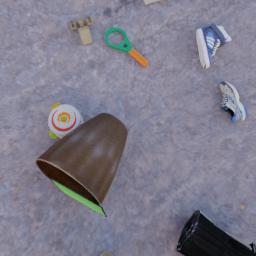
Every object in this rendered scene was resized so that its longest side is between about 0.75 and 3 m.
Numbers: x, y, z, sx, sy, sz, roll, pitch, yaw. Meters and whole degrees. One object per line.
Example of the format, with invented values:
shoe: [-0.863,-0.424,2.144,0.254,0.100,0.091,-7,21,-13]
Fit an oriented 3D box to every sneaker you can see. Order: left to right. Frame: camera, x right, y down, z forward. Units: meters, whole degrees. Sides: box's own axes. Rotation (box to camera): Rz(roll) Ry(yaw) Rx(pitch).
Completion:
sneaker: [3.758,-3.514,11.919,1.422,0.783,1.942,-7,70,3]
sneaker: [4.109,-1.057,11.348,0.771,0.698,1.811,-24,76,-2]

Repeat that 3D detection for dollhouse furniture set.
dollhouse furniture set: [-1.970,-4.317,12.329,0.987,0.748,1.127,-18,54,-5]

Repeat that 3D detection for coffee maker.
coffee maker: [2.925,4.016,9.200,2.316,2.225,1.560,30,91,9]

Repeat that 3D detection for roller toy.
roller toy: [-2.422,-0.245,10.961,1.277,0.978,1.400,6,75,2]

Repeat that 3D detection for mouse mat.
mouse mat: [-1.515,2.262,8.938,1.830,2.275,0.086,27,69,11]

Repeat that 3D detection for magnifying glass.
magnifying glass: [-0.047,-3.505,12.227,2.384,0.267,0.949,43,79,12]

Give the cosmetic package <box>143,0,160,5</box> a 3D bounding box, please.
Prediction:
cosmetic package: [1.736,-6.487,12.807,2.345,0.594,0.968,-18,76,-5]

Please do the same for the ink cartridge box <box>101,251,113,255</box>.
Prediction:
ink cartridge box: [-1.040,5.240,8.601,1.034,2.752,2.267,33,76,8]

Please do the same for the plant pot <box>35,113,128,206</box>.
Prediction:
plant pot: [-1.311,0.889,10.050,2.671,2.671,2.857,31,62,8]
